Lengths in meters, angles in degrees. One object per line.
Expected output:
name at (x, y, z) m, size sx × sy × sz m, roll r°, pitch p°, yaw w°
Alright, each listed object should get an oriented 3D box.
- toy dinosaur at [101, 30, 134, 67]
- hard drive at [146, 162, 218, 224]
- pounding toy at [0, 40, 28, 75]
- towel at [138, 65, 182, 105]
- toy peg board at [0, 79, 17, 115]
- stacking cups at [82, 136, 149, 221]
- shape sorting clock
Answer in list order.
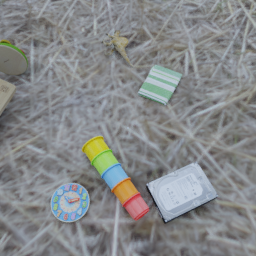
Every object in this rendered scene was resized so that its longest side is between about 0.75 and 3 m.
toy dinosaur at (-0.461, -3.354, 11.359) m, size 1.068 × 0.615 × 2.113 m, roll -13°, pitch 61°, yaw -9°
hard drive at (1.620, 1.923, 8.502) m, size 1.806 × 0.342 × 1.261 m, roll -21°, pitch 63°, yaw -12°
pounding toy at (-4.655, -2.814, 10.606) m, size 1.875 × 1.447 × 0.870 m, roll 1°, pitch 56°, yaw 4°
towel at (1.220, -1.663, 10.643) m, size 1.212 × 0.186 × 1.589 m, roll 23°, pitch 62°, yaw 12°
toy peg board at (-5.691, -0.656, 9.633) m, size 2.686 × 1.319 × 2.697 m, roll 24°, pitch 64°, yaw -4°
stacking cups at (-0.398, 1.548, 8.545) m, size 0.830 × 0.830 × 2.745 m, roll -30°, pitch 69°, yaw -16°
shape sorting clock at (-1.736, 2.215, 8.393) m, size 1.163 × 0.228 × 1.163 m, roll 0°, pitch 60°, yaw 0°
